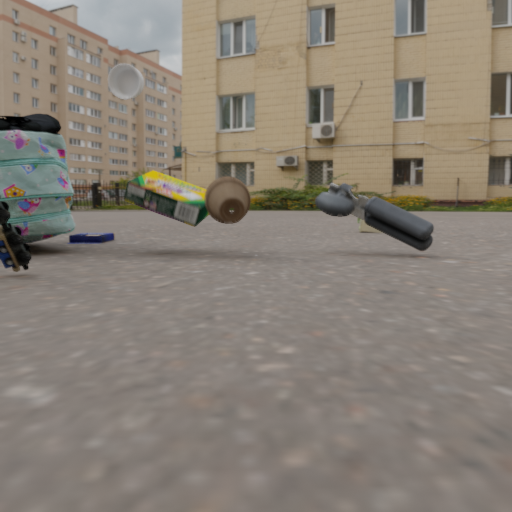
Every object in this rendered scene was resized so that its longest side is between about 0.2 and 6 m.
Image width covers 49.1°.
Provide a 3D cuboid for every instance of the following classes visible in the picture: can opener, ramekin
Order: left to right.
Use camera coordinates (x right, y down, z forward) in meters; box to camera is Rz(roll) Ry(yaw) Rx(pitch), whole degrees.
[{"bbox_3d":[-2.115,-2.848,9.187,0.557,0.557,0.272,1,13,9],"label":"ramekin"},{"bbox_3d":[1.949,-0.616,9.546,2.099,0.560,0.702,32,62,34],"label":"can opener"}]

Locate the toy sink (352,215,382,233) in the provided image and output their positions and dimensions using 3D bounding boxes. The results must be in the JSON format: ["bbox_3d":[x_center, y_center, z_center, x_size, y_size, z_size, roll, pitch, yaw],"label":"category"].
[{"bbox_3d":[3.283,-0.938,16.309,0.947,0.531,0.617,7,8,19],"label":"toy sink"}]

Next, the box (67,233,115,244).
[{"bbox_3d":[-3.700,-0.399,12.577,0.735,0.197,1.213,0,7,1],"label":"box"}]

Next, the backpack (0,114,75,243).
[{"bbox_3d":[-4.801,-1.314,10.464,3.080,2.336,3.691,-20,11,-38],"label":"backpack"}]

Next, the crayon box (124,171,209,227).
[{"bbox_3d":[-1.466,-1.042,9.872,1.333,0.388,1.150,21,22,4],"label":"crayon box"}]

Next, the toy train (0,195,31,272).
[{"bbox_3d":[-3.075,-0.535,6.403,0.426,1.859,0.317,-23,39,-15],"label":"toy train"}]

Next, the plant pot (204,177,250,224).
[{"bbox_3d":[-0.424,-0.828,8.966,0.767,0.767,0.669,-1,20,-10],"label":"plant pot"}]
